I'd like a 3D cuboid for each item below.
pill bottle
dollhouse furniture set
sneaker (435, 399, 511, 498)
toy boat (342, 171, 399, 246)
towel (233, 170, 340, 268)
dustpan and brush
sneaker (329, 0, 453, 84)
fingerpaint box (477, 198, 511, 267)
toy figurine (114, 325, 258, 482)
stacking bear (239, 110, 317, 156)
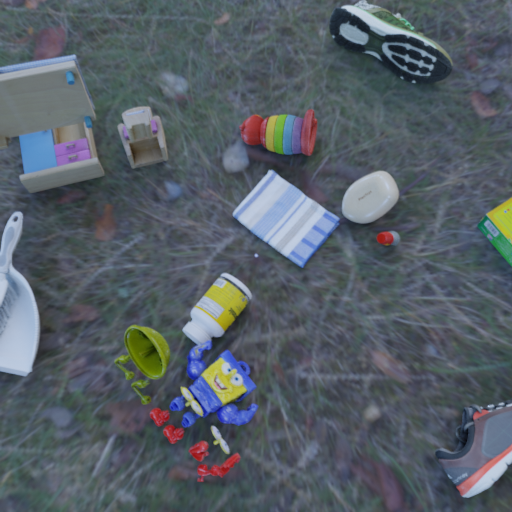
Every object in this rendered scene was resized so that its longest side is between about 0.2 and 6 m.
[{"bbox_3d":[-0.624,0.867,8.715,0.615,0.615,1.105,36,73,13],"label":"pill bottle"},{"bbox_3d":[-3.124,-2.755,8.891,2.795,2.961,1.932,-15,70,-6],"label":"dollhouse furniture set"},{"bbox_3d":[3.485,2.384,8.016,2.222,0.856,0.910,-37,67,-14],"label":"sneaker"},{"bbox_3d":[1.998,-0.724,9.339,1.036,0.573,1.233,-29,75,32],"label":"toy boat"},{"bbox_3d":[0.508,-0.660,9.538,1.557,0.185,1.143,38,74,13],"label":"towel"},{"bbox_3d":[-3.911,0.486,8.533,1.633,0.669,2.339,11,69,4],"label":"dustpan and brush"},{"bbox_3d":[2.693,-4.229,10.630,2.492,0.958,1.104,33,64,10],"label":"sneaker"},{"bbox_3d":[4.567,-0.355,9.257,1.117,0.491,1.339,-32,72,-11],"label":"fingerpaint box"},{"bbox_3d":[-0.783,1.892,8.328,1.442,1.269,2.406,-28,71,-41],"label":"toy figurine"},{"bbox_3d":[0.361,-2.182,9.896,1.292,0.784,0.735,8,86,13],"label":"stacking bear"}]
